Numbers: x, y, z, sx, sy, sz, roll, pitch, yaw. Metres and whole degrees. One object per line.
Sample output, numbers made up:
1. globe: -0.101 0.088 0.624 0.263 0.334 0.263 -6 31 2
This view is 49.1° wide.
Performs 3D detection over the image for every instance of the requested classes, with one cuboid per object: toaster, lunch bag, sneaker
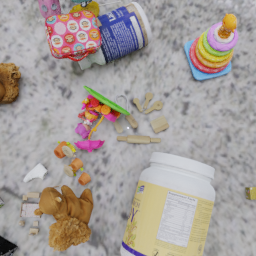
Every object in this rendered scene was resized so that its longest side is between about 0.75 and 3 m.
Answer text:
1. toaster: -4.097 3.515 7.984 1.412 1.277 0.838 29 81 5
2. lunch bag: -1.499 -2.519 7.862 1.475 0.604 1.299 -15 90 -19
3. sneaker: -2.906 1.528 8.868 0.441 0.281 0.763 42 81 10

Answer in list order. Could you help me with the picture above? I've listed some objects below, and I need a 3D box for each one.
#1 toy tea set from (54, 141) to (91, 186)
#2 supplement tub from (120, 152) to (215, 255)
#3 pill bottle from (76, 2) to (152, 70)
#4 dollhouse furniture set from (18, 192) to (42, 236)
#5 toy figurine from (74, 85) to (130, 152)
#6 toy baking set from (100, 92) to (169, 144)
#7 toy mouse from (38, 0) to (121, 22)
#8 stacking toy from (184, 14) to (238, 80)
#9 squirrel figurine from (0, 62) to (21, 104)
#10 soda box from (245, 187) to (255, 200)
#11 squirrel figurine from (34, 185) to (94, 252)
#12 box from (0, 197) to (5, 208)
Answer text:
1. toy tea set: -1.641 1.029 8.708 0.591 0.950 1.598 -43 122 -42
2. supplement tub: 1.163 2.345 7.760 2.158 2.158 2.968 15 80 3
3. pill bottle: -0.611 -2.921 9.080 2.483 1.437 1.437 -26 80 -4
4. dollhouse furniture set: -3.014 2.586 8.531 0.649 0.554 1.252 4 80 1
5. toy figurine: -1.147 -0.177 8.783 1.913 1.436 1.761 36 98 34
6. toy baking set: 0.205 -0.322 9.252 2.269 0.264 1.742 -1 77 0
7. toy mouse: -1.892 -3.912 8.783 2.886 2.565 0.558 -12 85 14
8. stacking toy: 2.737 -2.633 8.472 1.410 2.570 1.491 -15 79 -3
9. squirrel figurine: -4.382 -1.603 8.925 1.820 1.288 1.698 -10 82 -27
10. soda box: 4.299 2.018 8.729 1.149 0.368 0.389 -2 78 0
11. squirrel figurine: -1.517 2.090 6.716 1.095 1.444 1.548 -25 56 6
12. box: -4.618 1.701 8.444 0.332 1.052 1.912 -42 82 -8
